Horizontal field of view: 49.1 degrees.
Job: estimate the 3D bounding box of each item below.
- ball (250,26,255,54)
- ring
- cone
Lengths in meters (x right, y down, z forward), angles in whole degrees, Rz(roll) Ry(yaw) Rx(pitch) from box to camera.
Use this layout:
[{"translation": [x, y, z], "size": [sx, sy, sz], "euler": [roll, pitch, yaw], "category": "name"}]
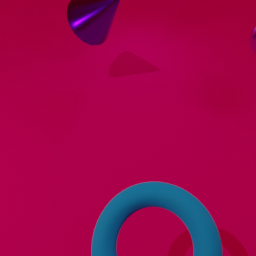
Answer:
[{"translation": [3.187, -2.000, 6.241], "size": [0.880, 0.880, 0.880], "euler": [0, 51, 0], "category": "ball"}, {"translation": [0.331, 1.576, 3.681], "size": [1.737, 0.347, 1.737], "euler": [-7, 67, 16], "category": "ring"}, {"translation": [-0.736, -3.587, 8.515], "size": [1.642, 1.636, 1.636], "euler": [-11, 35, 48], "category": "cone"}]
